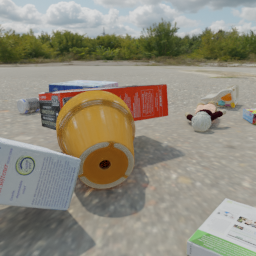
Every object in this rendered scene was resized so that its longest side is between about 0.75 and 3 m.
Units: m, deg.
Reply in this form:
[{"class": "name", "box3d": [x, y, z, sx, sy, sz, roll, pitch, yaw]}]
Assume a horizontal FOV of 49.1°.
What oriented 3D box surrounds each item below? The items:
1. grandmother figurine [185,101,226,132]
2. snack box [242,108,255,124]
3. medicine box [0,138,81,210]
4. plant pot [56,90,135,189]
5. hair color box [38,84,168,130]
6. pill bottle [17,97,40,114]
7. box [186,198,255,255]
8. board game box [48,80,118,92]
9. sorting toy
[{"class": "grandmother figurine", "box3d": [2.616, -0.412, 9.510, 1.378, 0.688, 2.272, -17, 10, 27]}, {"class": "snack box", "box3d": [4.823, -0.424, 9.867, 1.214, 0.411, 1.024, 2, 15, 2]}, {"class": "medicine box", "box3d": [-1.665, 0.576, 4.007, 1.464, 0.754, 1.334, 17, -7, -34]}, {"class": "plant pot", "box3d": [-0.542, 0.295, 5.364, 1.613, 1.613, 1.476, -4, 29, -13]}, {"class": "hair color box", "box3d": [-0.560, -0.583, 7.078, 2.932, 0.898, 1.488, -11, 11, -33]}, {"class": "pill bottle", "box3d": [-3.933, -0.946, 11.452, 0.581, 0.581, 1.021, 12, 20, 38]}, {"class": "box", "box3d": [1.469, 1.390, 3.596, 0.948, 0.239, 1.313, 12, 18, 37]}, {"class": "board game box", "box3d": [-2.534, -2.361, 16.476, 2.953, 0.640, 2.938, 7, 17, 24]}, {"class": "sorting toy", "box3d": [4.223, -1.427, 12.936, 1.505, 0.893, 1.672, 0, 14, 31]}]
